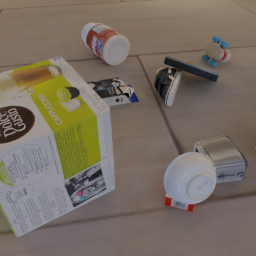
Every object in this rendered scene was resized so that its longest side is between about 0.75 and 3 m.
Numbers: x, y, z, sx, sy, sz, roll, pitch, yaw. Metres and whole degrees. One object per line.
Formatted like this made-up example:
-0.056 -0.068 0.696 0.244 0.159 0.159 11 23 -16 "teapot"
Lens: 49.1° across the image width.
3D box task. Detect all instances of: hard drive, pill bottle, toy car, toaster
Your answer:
2.496 -2.332 10.980 2.080 0.342 1.452 22 18 10 "hard drive"
-1.105 -3.889 12.641 1.342 1.342 2.392 -25 46 -25 "pill bottle"
4.104 -3.287 12.426 1.182 1.089 1.045 7 32 -38 "toy car"
2.455 0.822 7.696 1.000 0.880 1.548 -10 39 -7 "toaster"

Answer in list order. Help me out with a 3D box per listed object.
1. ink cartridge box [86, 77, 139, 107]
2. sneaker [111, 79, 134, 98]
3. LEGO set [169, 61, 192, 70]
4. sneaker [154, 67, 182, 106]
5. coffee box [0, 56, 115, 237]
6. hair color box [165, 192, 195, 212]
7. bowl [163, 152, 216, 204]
-0.925 -1.282 10.366 2.508 0.492 1.247 -11 42 -13 "ink cartridge box"
-0.187 -1.231 8.698 0.787 0.290 0.315 28 58 -13 "sneaker"
2.350 -2.779 12.075 1.122 0.417 0.516 -11 43 -12 "LEGO set"
1.390 -1.575 10.368 0.934 0.922 2.351 15 32 8 "sneaker"
-2.154 0.329 6.848 2.684 2.714 2.710 -23 47 -24 "coffee box"
1.447 1.463 7.324 0.732 0.422 1.319 11 44 13 "hair color box"
1.426 1.173 6.014 1.222 1.222 0.549 -11 20 -12 "bowl"
